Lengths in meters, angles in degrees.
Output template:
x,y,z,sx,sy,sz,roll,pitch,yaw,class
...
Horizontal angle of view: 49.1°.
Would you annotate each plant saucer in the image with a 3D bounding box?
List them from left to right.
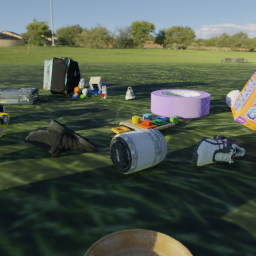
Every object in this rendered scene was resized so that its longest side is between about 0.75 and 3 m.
x,y,z,sx,sy,sz,roll,pitch,yaw,class
0.118,1.526,2.935,1.224,0.217,1.224,0,16,0,plant saucer

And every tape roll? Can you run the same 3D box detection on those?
x,y,z,sx,sy,sz,roll,pitch,yaw,class
1.983,-0.973,10.680,2.193,0.719,2.193,1,16,0,tape roll

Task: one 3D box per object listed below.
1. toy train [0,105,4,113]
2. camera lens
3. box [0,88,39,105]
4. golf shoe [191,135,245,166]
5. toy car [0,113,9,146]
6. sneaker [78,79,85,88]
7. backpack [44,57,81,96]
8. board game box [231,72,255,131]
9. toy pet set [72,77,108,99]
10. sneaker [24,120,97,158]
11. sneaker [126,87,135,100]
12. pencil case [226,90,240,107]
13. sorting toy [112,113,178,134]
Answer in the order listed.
x,y,z,sx,sy,sz,roll,pitch,yaw,class
-5.009,-0.477,8.783,2.013,0.872,1.150,-15,16,-42,toy train
0.190,0.448,5.629,0.987,0.790,0.790,-11,19,-36,camera lens
-5.248,-1.450,12.598,2.161,0.551,1.704,-2,15,-7,box
1.911,0.494,5.945,1.478,0.571,0.651,-15,29,-41,golf shoe
-3.715,0.325,6.353,2.713,0.643,2.883,16,23,42,toy car
-3.088,-2.741,17.091,0.849,0.521,1.305,7,25,-8,sneaker
-3.341,-2.682,14.447,1.676,1.922,2.186,7,13,12,backpack
3.559,-0.591,7.306,1.150,1.151,1.150,28,27,2,board game box
-1.732,-1.747,13.820,1.587,0.843,1.482,-1,51,9,toy pet set
-1.498,0.372,6.370,1.486,0.775,0.446,34,-3,-19,sneaker
0.130,-1.725,13.548,0.479,0.552,1.245,0,16,-2,sneaker
4.234,-0.959,10.547,0.694,0.757,1.669,-5,15,5,pencil case
0.588,-0.197,8.693,2.350,0.320,1.323,-15,22,-40,sorting toy
